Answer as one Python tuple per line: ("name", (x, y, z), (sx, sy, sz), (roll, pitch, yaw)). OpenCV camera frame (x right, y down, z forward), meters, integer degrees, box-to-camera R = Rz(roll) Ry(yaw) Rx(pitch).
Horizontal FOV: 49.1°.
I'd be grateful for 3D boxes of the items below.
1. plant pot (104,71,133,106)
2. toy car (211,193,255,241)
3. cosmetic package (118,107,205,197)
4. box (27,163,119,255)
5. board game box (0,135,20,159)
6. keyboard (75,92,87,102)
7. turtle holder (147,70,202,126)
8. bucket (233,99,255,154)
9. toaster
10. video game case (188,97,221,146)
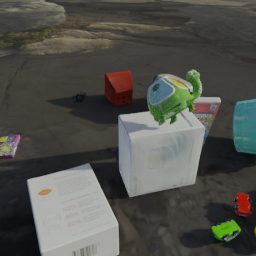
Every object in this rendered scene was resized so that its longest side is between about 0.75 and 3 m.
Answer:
("plant pot", (-0.363, -1.821, 13.466), (1.295, 1.297, 1.143), (-10, 48, -15))
("toy car", (2.981, 2.641, 7.505), (1.680, 0.398, 1.785), (-12, 35, -16))
("cosmetic package", (0.930, 0.719, 8.687), (2.247, 2.240, 1.382), (-8, 35, -12))
("box", (-1.464, 2.281, 7.257), (1.781, 1.244, 2.340), (-13, 36, -19))
("board game box", (-4.599, 0.704, 10.589), (0.759, 0.204, 1.264), (-7, 34, -2))
("keyboard", (-2.399, -1.588, 13.993), (0.482, 0.184, 0.927), (4, 33, 5))
("turtle holder", (1.131, -0.816, 7.193), (1.121, 1.476, 1.048), (-16, 71, -40))
("bucket", (4.649, -0.051, 9.912), (1.422, 2.186, 2.186), (0, 30, 33))
("toaster", (2.177, -1.539, 12.647), (1.589, 1.398, 2.460), (31, 21, 32))
("video game case", (1.987, -0.151, 9.783), (1.833, 2.563, 0.224), (1, 54, 1))
